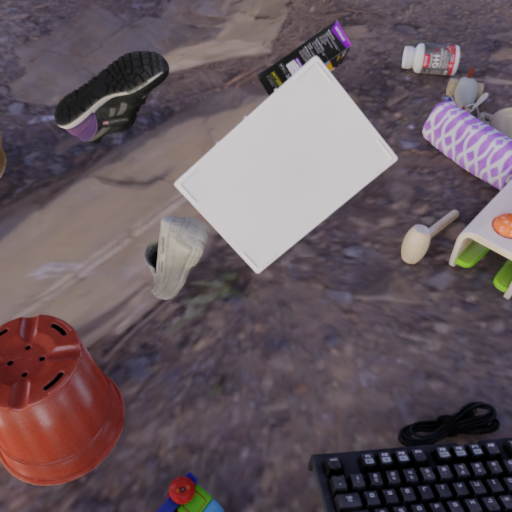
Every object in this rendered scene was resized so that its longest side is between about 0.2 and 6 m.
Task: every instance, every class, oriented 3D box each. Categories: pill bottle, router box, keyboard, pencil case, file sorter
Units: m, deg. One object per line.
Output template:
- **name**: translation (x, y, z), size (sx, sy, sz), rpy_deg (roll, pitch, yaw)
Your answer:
- **pill bottle**: translation (3.895, -4.408, 12.534), size (1.159, 0.642, 0.642), rpy_deg (5, 49, 5)
- **router box**: translation (0.896, -3.535, 10.562), size (1.646, 0.563, 2.206), rpy_deg (-32, 8, 11)
- **keyboard**: translation (2.512, 2.446, 6.208), size (3.751, 0.481, 2.253), rpy_deg (-1, 28, -9)
- **pencil case**: translation (4.066, -2.039, 10.348), size (0.910, 0.893, 2.129), rpy_deg (-8, 46, -40)
- **file sorter**: translation (0.332, -1.188, 7.075), size (2.157, 1.497, 1.343), rpy_deg (-40, 15, 13)

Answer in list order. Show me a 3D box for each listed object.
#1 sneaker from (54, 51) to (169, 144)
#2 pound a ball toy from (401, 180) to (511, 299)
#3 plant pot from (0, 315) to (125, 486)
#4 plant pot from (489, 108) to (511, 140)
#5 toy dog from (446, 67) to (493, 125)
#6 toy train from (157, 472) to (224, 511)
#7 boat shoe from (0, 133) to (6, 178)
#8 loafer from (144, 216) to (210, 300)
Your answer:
- **sneaker**: translation (-1.965, -2.279, 8.185), size (1.851, 0.811, 0.701), rpy_deg (-23, 61, 17)
- **pound a ball toy**: translation (3.786, -0.603, 8.857), size (1.750, 1.140, 2.683), rpy_deg (36, 57, 27)
- **plant pot**: translation (-2.503, 1.614, 6.614), size (1.616, 1.571, 1.616), rpy_deg (0, 48, 0)
- **plant pot**: translation (4.811, -2.246, 10.619), size (0.815, 0.815, 0.746), rpy_deg (15, 62, 13)
- **toy dog**: translation (4.371, -3.315, 11.515), size (0.988, 0.721, 1.498), rpy_deg (-5, 49, -5)
- **toy train**: translation (-0.937, 3.227, 5.868), size (0.950, 0.695, 1.642), rpy_deg (36, 57, 12)
- **boat shoe**: translation (-4.892, -1.633, 10.087), size (0.725, 0.681, 1.968), rpy_deg (4, 39, -23)
- **loafer**: translation (-1.157, 0.027, 7.425), size (0.657, 1.884, 0.659), rpy_deg (23, 55, -10)
